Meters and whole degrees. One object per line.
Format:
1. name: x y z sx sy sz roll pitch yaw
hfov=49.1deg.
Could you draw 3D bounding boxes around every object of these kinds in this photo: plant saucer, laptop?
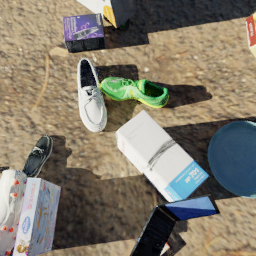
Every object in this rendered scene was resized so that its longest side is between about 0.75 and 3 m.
1. plant saucer: 4.077 1.076 9.734 2.692 0.369 2.692 0 71 0
2. laptop: 1.111 2.350 6.185 0.996 1.709 1.929 20 72 33

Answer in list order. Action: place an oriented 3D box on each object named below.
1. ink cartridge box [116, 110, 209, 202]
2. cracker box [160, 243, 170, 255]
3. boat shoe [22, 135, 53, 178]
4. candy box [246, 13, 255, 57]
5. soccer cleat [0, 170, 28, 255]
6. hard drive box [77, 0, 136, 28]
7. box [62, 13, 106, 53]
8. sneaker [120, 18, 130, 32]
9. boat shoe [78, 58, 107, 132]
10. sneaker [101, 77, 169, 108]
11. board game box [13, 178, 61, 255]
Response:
1. ink cartridge box: 0.966 1.026 8.868 1.178 2.009 2.744 -39 76 -12
2. cracker box: 0.729 3.810 8.867 0.981 0.283 0.657 -35 75 -12
3. boat shoe: -3.114 0.971 9.689 0.633 0.505 1.674 14 72 5
4. candy box: 4.048 -1.796 7.394 2.470 0.683 1.426 41 44 -26
5. soccer cleat: -3.926 2.754 8.960 1.119 0.999 2.884 7 80 39
6. hard drive box: -1.186 -5.577 10.709 1.102 2.235 2.868 -43 65 -12
7. box: -1.714 -3.754 11.087 1.577 0.823 1.167 -9 71 -2
8. sneaker: -0.205 -4.492 11.568 0.543 0.497 1.274 1 63 8
9. boat shoe: -1.344 -1.256 10.190 0.999 0.950 2.774 -5 72 -2
10. sneaker: 0.286 -1.456 10.106 2.520 1.053 0.933 11 66 -4
11. board game box: -2.608 2.643 8.325 0.422 2.048 2.053 4 71 4
